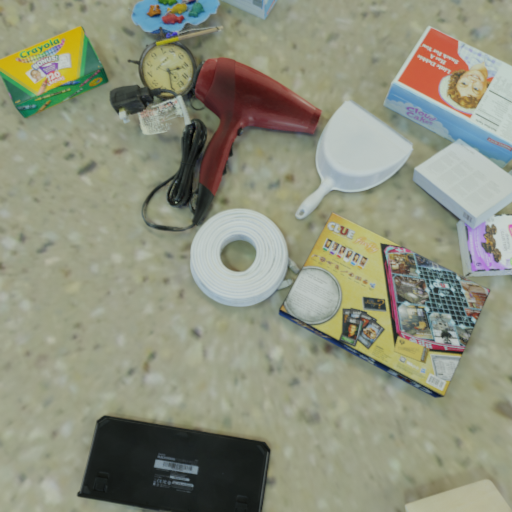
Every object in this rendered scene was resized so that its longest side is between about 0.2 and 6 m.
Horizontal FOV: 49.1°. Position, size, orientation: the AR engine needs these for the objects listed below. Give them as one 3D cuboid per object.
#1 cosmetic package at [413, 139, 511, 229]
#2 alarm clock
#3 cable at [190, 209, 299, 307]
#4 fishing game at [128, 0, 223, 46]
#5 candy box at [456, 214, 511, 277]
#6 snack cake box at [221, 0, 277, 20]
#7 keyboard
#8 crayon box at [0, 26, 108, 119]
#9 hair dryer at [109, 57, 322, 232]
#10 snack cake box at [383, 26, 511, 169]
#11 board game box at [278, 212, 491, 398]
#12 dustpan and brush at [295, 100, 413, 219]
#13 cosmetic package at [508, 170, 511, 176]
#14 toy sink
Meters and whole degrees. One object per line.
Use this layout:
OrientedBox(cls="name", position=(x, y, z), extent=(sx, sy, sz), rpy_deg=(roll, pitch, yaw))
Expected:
OrientedBox(cls="cosmetic package", position=(3.882, -1.360, 10.362), extent=(1.168, 0.400, 1.550), rpy_deg=(-34, 58, -11))
OrientedBox(cls="alarm clock", position=(-1.608, -3.539, 11.048), extent=(1.118, 0.552, 1.657), rpy_deg=(-41, 104, 10))
OrientedBox(cls="cable", position=(-0.311, 0.033, 10.111), extent=(1.778, 0.616, 1.778), rpy_deg=(-30, 76, -8))
OrientedBox(cls="fishing game", position=(-1.665, -5.065, 11.241), extent=(1.830, 0.397, 2.556), rpy_deg=(-12, 51, -3))
OrientedBox(cls="candy box", position=(4.426, -0.197, 10.250), extent=(1.264, 0.452, 1.060), rpy_deg=(-3, 74, 1))
OrientedBox(cls="snack cake box", position=(0.149, -6.185, 11.825), extent=(1.194, 0.698, 2.076), rpy_deg=(27, 76, 8))
OrientedBox(cls="keyboard", position=(-1.356, 3.770, 9.208), extent=(2.997, 0.384, 1.799), rpy_deg=(8, 68, 3))
OrientedBox(cls="crayon box", position=(-4.059, -3.673, 11.192), extent=(1.864, 0.543, 1.107), rpy_deg=(-27, 76, -7))
OrientedBox(cls="hair dryer", position=(-0.620, -2.299, 10.795), extent=(3.895, 1.058, 2.967), rpy_deg=(-19, 92, -1))
OrientedBox(cls="snack cake box", position=(4.053, -3.068, 10.842), extent=(2.673, 0.898, 1.537), rpy_deg=(31, 78, 9))
OrientedBox(cls="board game box", position=(2.245, 0.827, 9.930), extent=(3.095, 0.535, 2.097), rpy_deg=(28, 76, 8))
OrientedBox(cls="dustpan and brush", position=(1.583, -1.638, 10.656), extent=(1.689, 0.693, 2.421), rpy_deg=(40, 71, 14))
OrientedBox(cls="cosmetic package", position=(5.084, -1.459, 10.478), extent=(0.577, 0.699, 0.576), rpy_deg=(-32, 81, -9))
OrientedBox(cls="toy sink", position=(3.179, 4.248, 8.643), extent=(1.434, 0.935, 0.803), rpy_deg=(-17, 119, -4))
